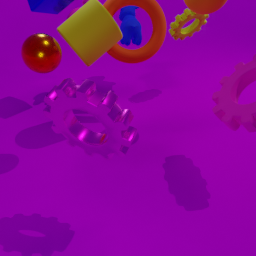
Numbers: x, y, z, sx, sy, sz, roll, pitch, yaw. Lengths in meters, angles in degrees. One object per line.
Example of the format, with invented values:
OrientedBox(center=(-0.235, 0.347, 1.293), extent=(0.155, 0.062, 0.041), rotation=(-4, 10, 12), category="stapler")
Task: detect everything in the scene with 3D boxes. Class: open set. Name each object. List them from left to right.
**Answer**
OrientedBox(center=(-1.882, -1.626, 6.125), extent=(0.859, 0.859, 0.859), rotation=(0, 35, 0), category="ball")
OrientedBox(center=(-2.333, -4.076, 8.223), extent=(1.002, 1.002, 1.002), rotation=(-17, 3, 40), category="cube")
OrientedBox(center=(-1.538, -3.740, 9.262), extent=(1.421, 0.780, 1.398), rotation=(-16, 42, 56), category="cow figurine")
OrientedBox(center=(-0.626, -0.091, 4.547), extent=(1.540, 1.540, 0.285), rotation=(14, 50, 19), category="gear")
OrientedBox(center=(-0.976, -2.443, 7.246), extent=(1.222, 1.222, 1.222), rotation=(-40, 42, 1), category="cylinder")
OrientedBox(center=(0.073, -3.924, 10.352), extent=(0.914, 1.639, 1.666), rotation=(-3, 20, -9), category="cow figurine")
OrientedBox(center=(0.114, -2.944, 8.217), extent=(2.066, 2.066, 0.413), rotation=(-4, 10, -6), category="ring")
OrientedBox(center=(2.050, -3.529, 9.474), extent=(1.345, 1.345, 0.249), rotation=(-17, 72, -23), category="gear")
OrientedBox(center=(1.852, -3.290, 6.617), extent=(1.131, 1.131, 1.131), rotation=(0, 35, 0), category="ball")
OrientedBox(center=(2.702, -0.798, 5.908), extent=(1.892, 0.350, 1.892), rotation=(-36, 32, 27), category="gear")
